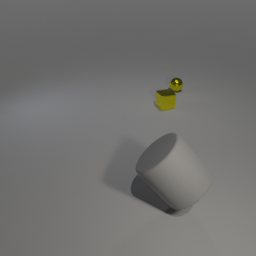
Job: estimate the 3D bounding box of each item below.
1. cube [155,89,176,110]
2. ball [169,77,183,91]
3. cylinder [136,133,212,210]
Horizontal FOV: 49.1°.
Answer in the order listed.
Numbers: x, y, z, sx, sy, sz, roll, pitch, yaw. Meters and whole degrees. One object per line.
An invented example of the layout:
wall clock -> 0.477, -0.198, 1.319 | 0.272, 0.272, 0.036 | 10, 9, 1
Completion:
cube -> 1.709, -1.301, 12.783 | 0.700, 0.700, 0.700 | -11, 33, -17
ball -> 2.459, -2.220, 14.272 | 0.700, 0.700, 0.700 | 0, 31, 0
cylinder -> 1.155, 1.082, 7.117 | 1.400, 1.400, 1.400 | -40, 14, 13
